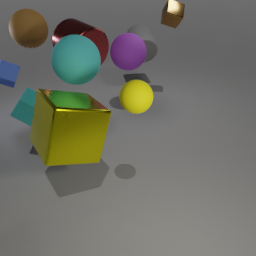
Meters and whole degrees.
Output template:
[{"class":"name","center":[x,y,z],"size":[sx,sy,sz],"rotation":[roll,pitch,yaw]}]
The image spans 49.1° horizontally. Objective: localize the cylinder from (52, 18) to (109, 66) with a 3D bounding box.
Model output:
[{"class":"cylinder","center":[-1.603,-2.830,9.475],"size":[1.400,1.400,1.400],"rotation":[-24,44,-35]}]

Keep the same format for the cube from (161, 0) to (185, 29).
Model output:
[{"class":"cube","center":[1.777,-4.549,11.174],"size":[0.700,0.700,0.700],"rotation":[13,70,-12]}]

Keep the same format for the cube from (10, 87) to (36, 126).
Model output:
[{"class":"cube","center":[-2.839,-0.605,8.107],"size":[0.700,0.700,0.700],"rotation":[31,31,-21]}]

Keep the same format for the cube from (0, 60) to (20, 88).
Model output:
[{"class":"cube","center":[-4.578,-2.043,10.632],"size":[0.700,0.700,0.700],"rotation":[17,-17,-23]}]

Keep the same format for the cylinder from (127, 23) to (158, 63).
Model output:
[{"class":"cylinder","center":[0.673,-4.264,14.094],"size":[1.400,1.400,1.400],"rotation":[-4,52,-8]}]

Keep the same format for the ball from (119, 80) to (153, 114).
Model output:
[{"class":"ball","center":[0.171,-0.648,5.816],"size":[0.700,0.700,0.700],"rotation":[0,30,0]}]

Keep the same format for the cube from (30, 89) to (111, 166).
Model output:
[{"class":"cube","center":[-1.452,-0.042,6.863],"size":[1.400,1.400,1.400],"rotation":[1,23,-35]}]

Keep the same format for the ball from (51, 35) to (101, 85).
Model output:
[{"class":"ball","center":[-1.490,-1.948,8.054],"size":[1.400,1.400,1.400],"rotation":[0,30,0]}]

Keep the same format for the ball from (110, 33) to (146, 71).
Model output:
[{"class":"ball","center":[0.010,-2.932,10.808],"size":[1.400,1.400,1.400],"rotation":[0,30,0]}]

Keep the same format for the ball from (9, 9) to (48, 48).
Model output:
[{"class":"ball","center":[-3.712,-3.715,10.497],"size":[1.400,1.400,1.400],"rotation":[0,30,0]}]
